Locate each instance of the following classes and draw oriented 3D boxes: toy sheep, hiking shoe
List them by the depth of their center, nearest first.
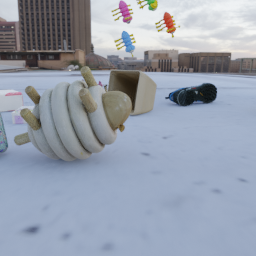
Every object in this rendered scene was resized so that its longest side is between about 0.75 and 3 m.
[{"bbox_3d":[-1.063,-0.143,5.206,2.374,1.636,1.636,-14,11,12],"label":"toy sheep"},{"bbox_3d":[2.895,-1.549,12.360,2.465,0.917,1.068,-9,17,-32],"label":"hiking shoe"}]

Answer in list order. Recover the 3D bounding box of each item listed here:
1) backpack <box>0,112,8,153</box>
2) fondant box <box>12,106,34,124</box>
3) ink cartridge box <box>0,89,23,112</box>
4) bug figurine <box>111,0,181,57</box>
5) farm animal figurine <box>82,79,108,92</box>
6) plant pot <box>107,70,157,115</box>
[{"bbox_3d":[-2.893,0.156,5.303,1.062,0.942,0.799,-14,13,-32],"label":"backpack"},{"bbox_3d":[-3.081,-0.440,8.970,0.899,0.363,1.246,-1,13,-6],"label":"fondant box"},{"bbox_3d":[-4.902,-1.088,10.942,1.194,0.695,1.640,-9,17,-32],"label":"ink cartridge box"},{"bbox_3d":[0.608,-4.169,10.941,2.736,2.121,0.704,-27,10,-8],"label":"bug figurine"},{"bbox_3d":[-1.835,-1.468,12.382,1.718,0.896,1.699,18,34,33],"label":"farm animal figurine"},{"bbox_3d":[0.226,-1.264,10.341,1.506,1.504,1.333,13,6,43],"label":"plant pot"}]
